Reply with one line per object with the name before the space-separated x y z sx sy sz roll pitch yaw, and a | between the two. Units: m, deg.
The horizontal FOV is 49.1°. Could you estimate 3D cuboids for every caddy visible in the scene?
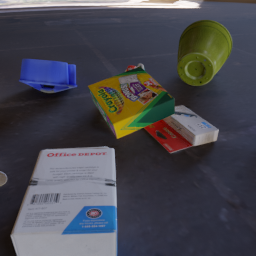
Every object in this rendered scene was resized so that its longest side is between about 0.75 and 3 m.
caddy | -3.431 -2.186 12.108 2.532 1.329 1.790 7 9 13

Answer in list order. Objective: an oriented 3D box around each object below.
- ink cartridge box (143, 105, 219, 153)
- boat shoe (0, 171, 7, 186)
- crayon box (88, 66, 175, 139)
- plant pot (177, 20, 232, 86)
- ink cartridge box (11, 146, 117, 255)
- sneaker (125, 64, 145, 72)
ink cartridge box | 1.634 -0.045 9.269 1.766 0.448 2.004 -13 32 -22
boat shoe | -3.643 1.296 6.817 1.307 0.464 0.471 -1 64 -20
crayon box | 0.053 -1.022 9.901 2.200 0.743 2.549 -22 43 -13
plant pot | 3.398 -3.337 13.175 2.604 2.604 2.507 11 44 18
ink cartridge box | -1.148 1.531 5.965 1.806 1.043 2.474 -1 30 -3
sneaker | -0.084 -1.951 11.737 0.921 1.223 2.615 19 35 29
